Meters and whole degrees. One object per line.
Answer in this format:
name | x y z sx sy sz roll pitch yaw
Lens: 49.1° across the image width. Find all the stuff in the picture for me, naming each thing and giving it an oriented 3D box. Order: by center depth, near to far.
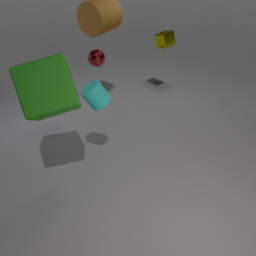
cube | -2.203 -1.068 7.780 1.400 1.400 1.400 -18 2 -5
cylinder | -1.014 -1.026 8.889 0.700 0.700 0.700 -27 33 19
ball | -1.269 -2.816 11.306 0.700 0.700 0.700 0 31 0
cylinder | -1.174 -4.683 11.709 1.400 1.400 1.400 21 42 30
cube | 1.828 -4.344 13.776 0.700 0.700 0.700 -31 32 -24
